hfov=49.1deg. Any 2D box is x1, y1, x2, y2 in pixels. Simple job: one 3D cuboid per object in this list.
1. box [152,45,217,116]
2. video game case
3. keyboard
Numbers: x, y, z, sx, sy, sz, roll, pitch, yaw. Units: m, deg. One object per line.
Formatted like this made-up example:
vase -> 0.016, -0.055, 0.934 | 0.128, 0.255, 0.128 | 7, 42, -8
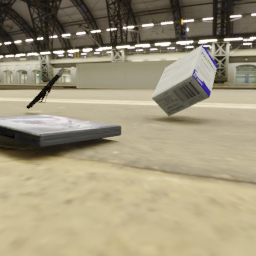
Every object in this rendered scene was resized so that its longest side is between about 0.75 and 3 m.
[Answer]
box -> 1.962, -1.595, 9.566 | 1.748, 0.997, 1.901 | -26, 28, 44
video game case -> -1.799, -0.028, 5.857 | 2.744, 0.260, 1.960 | 7, 9, 38
keyboard -> -3.130, -1.347, 10.725 | 2.130, 0.422, 1.108 | -39, 19, 27
